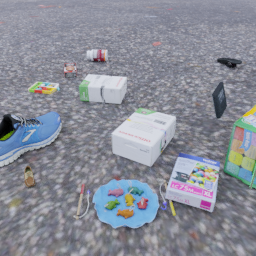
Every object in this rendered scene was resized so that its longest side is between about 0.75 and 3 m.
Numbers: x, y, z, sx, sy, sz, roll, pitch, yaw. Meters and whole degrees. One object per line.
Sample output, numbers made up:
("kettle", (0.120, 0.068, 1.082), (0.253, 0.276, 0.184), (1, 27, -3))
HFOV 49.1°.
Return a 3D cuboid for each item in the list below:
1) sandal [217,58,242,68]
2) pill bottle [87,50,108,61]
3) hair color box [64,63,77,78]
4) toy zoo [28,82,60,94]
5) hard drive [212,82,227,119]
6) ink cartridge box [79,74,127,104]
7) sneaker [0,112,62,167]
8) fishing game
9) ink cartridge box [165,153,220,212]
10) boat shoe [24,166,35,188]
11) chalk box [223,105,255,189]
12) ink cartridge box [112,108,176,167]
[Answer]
("sandal", (5.711, -3.641, 15.688), (0.673, 0.428, 1.790), (-12, 22, -16))
("pill bottle", (-1.769, -4.217, 16.268), (1.157, 0.654, 0.654), (3, 33, 5))
("hair color box", (-3.029, -3.065, 14.746), (0.620, 0.374, 1.221), (-5, 34, -10))
("toy zoo", (-3.852, -1.877, 13.124), (1.376, 0.141, 0.903), (7, 34, 12))
("hard drive", (3.266, -0.969, 9.964), (0.179, 1.090, 0.761), (11, 50, 38))
("ink cartridge box", (-1.051, -1.725, 12.301), (1.833, 0.773, 1.339), (7, 33, 10))
("sneaker", (-3.339, 0.077, 9.079), (1.119, 1.270, 2.848), (22, 38, 30))
("fishing game", (-0.068, 1.830, 7.197), (2.484, 0.386, 1.779), (1, 30, 0))
("ink cartridge box", (1.877, 1.334, 7.837), (1.230, 0.433, 2.061), (13, 30, 15))
("boat shoe", (-2.833, 1.372, 7.975), (0.290, 0.283, 0.767), (-14, 36, -21))
("chalk box", (3.897, 0.597, 7.818), (1.751, 1.760, 2.829), (27, 40, 35))
("ink cartridge box", (0.554, 0.227, 9.238), (1.421, 0.824, 1.963), (17, 37, 24))
